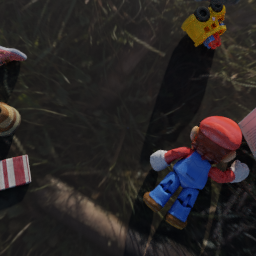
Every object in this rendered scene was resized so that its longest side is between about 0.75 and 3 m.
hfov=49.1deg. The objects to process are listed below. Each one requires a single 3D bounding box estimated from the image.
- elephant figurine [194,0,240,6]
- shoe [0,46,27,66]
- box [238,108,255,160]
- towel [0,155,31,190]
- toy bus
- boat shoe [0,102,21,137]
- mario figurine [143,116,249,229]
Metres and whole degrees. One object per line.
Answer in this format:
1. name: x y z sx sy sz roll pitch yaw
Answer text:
1. elephant figurine: 2.211 -3.105 4.851 1.385 1.957 1.518 5 73 -43
2. shoe: -3.466 -1.992 7.994 1.118 0.399 0.509 17 74 11
3. box: 3.935 0.614 6.433 1.280 1.633 2.625 -17 72 -6
4. towel: -3.013 1.148 7.069 1.047 0.119 0.754 -14 70 -6
5. toy bus: 2.395 -2.909 8.114 1.255 0.852 1.205 -31 87 -13
6. boat shoe: -4.220 -0.478 7.121 2.800 1.034 1.059 5 71 2
7. mario figurine: 1.681 0.976 6.812 1.753 1.506 2.841 41 85 -24
